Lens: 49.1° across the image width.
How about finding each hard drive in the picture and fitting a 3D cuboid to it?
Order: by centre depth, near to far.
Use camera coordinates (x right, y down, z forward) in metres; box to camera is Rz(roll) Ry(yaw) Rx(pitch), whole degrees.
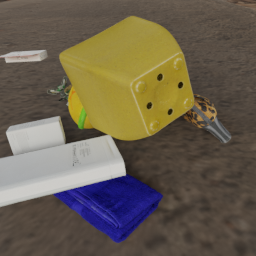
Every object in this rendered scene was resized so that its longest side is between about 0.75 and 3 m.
[{"bbox_3d":[-1.565,0.803,5.634,2.773,0.370,1.829,-12,16,-8],"label":"hard drive"}]

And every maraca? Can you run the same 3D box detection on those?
[{"bbox_3d":[-0.901,-0.838,7.897,1.324,1.697,2.475,27,17,-3],"label":"maraca"}]

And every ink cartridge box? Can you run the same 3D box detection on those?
[{"bbox_3d":[-2.282,-1.527,6.059,0.830,0.186,0.731,0,24,10],"label":"ink cartridge box"}]

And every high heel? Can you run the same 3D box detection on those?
[{"bbox_3d":[1.715,-0.716,7.752,0.884,1.764,2.475,-47,41,10],"label":"high heel"}]

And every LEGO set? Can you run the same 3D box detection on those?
[{"bbox_3d":[-1.730,-1.389,9.578,1.637,0.714,2.521,4,45,20],"label":"LEGO set"}]

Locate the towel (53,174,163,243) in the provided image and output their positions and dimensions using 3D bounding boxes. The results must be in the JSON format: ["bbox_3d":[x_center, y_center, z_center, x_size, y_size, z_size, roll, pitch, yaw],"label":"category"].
[{"bbox_3d":[-0.445,1.283,5.688,1.933,0.479,1.427,25,42,33],"label":"towel"}]

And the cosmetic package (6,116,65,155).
[{"bbox_3d":[-2.284,0.186,7.047,1.302,0.662,0.482,-11,22,-7],"label":"cosmetic package"}]

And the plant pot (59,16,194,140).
[{"bbox_3d":[0.189,-0.949,5.947,2.074,2.060,2.121,-34,35,-17],"label":"plant pot"}]
